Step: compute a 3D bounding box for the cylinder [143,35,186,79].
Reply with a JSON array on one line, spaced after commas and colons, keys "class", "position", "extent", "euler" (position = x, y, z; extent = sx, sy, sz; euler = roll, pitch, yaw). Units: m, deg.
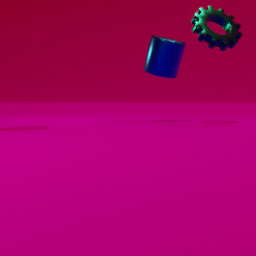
[{"class": "cylinder", "position": [1.137, -2.245, 8.785], "extent": [1.106, 1.106, 1.106], "euler": [11, 23, -5]}]

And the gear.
[{"class": "gear", "position": [2.491, -2.813, 7.881], "extent": [1.424, 1.424, 0.263], "euler": [-2, -26, -16]}]
